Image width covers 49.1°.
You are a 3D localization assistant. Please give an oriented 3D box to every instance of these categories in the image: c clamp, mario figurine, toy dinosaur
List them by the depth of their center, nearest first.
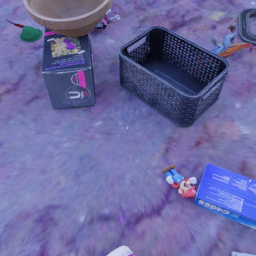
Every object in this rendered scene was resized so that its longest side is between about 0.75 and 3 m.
[{"bbox_3d":[1.156,1.116,6.057,0.525,0.451,0.851,-41,57,-6],"label":"mario figurine"},{"bbox_3d":[2.805,-2.370,8.486,1.809,0.950,1.642,29,76,8],"label":"toy dinosaur"},{"bbox_3d":[4.763,-3.373,9.541,1.978,0.313,2.315,2,55,8],"label":"c clamp"}]

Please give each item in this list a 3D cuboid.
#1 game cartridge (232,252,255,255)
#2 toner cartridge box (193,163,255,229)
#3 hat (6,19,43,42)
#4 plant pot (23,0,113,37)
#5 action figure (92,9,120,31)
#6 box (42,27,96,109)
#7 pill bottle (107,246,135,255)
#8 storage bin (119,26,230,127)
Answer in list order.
[{"bbox_3d":[2.418,2.695,5.061,1.041,0.216,0.693,9,59,7],"label":"game cartridge"},{"bbox_3d":[2.404,1.497,5.815,1.867,0.403,0.887,20,57,15],"label":"toner cartridge box"},{"bbox_3d":[-3.300,-3.324,9.168,0.716,0.761,0.865,27,58,18],"label":"hat"},{"bbox_3d":[-1.382,-2.990,6.968,2.142,0.989,2.142,-2,59,3],"label":"plant pot"},{"bbox_3d":[-0.970,-3.805,9.731,1.031,0.927,1.384,-28,28,34],"label":"action figure"},{"bbox_3d":[-1.567,-1.815,7.654,1.201,1.384,2.264,-6,54,-4],"label":"box"},{"bbox_3d":[0.130,2.813,4.551,0.867,0.867,1.545,-34,59,-23],"label":"pill bottle"},{"bbox_3d":[1.138,-1.442,7.518,2.546,1.193,1.721,38,62,24],"label":"storage bin"}]
